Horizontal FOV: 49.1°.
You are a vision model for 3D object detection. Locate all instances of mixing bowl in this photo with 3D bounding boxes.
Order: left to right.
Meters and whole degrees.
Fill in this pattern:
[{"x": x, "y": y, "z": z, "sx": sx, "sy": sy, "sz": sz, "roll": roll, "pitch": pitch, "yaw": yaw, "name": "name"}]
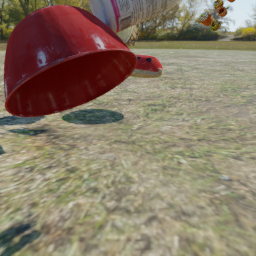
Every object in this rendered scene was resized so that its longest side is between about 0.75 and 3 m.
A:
[{"x": -1.164, "y": -1.252, "z": 4.925, "sx": 2.369, "sy": 1.283, "sz": 2.369, "roll": -24, "pitch": -7, "yaw": -3, "name": "mixing bowl"}]

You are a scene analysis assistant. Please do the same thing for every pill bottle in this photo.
[{"x": 0.281, "y": -2.673, "z": 5.346, "sx": 1.979, "sy": 1.122, "sz": 1.122, "roll": -27, "pitch": 26, "yaw": -11, "name": "pill bottle"}]

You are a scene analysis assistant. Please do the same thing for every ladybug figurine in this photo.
[{"x": 0.458, "y": -2.462, "z": 11.025, "sx": 2.162, "sy": 0.778, "sz": 1.467, "roll": 16, "pitch": 25, "yaw": 35, "name": "ladybug figurine"}]

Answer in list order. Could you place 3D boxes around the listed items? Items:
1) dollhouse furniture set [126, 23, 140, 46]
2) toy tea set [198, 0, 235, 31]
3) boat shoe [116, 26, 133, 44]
[{"x": 0.019, "y": -2.293, "z": 6.694, "sx": 0.347, "sy": 0.784, "sz": 0.406, "roll": 9, "pitch": -8, "yaw": 21, "name": "dollhouse furniture set"}, {"x": 1.903, "y": -2.572, "z": 6.035, "sx": 0.338, "sy": 0.912, "sz": 0.543, "roll": 23, "pitch": 13, "yaw": -39, "name": "toy tea set"}, {"x": -0.162, "y": -2.150, "z": 6.074, "sx": 0.496, "sy": 0.467, "sz": 1.380, "roll": 5, "pitch": 51, "yaw": -7, "name": "boat shoe"}]
